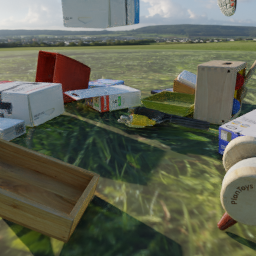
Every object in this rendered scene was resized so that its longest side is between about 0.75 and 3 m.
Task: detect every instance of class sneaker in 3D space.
[{"bbox_3d":[2.041,-2.807,5.471,0.471,1.149,0.443,-25,27,-22],"label":"sneaker"}]

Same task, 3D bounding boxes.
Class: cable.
[{"bbox_3d":[1.084,-0.170,8.808,2.751,0.692,1.336,12,4,-1],"label":"cable"}]

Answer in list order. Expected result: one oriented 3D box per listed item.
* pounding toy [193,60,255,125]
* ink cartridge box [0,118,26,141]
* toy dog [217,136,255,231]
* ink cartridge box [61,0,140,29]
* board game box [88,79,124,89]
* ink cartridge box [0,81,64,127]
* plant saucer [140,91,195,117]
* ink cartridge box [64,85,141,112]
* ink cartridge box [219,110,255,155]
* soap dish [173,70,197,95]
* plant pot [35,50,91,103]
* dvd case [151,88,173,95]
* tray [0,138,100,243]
[{"bbox_3d":[3.487,-1.450,9.549,1.675,2.169,2.356,12,22,30],"label":"pounding toy"},{"bbox_3d":[-3.900,0.013,8.052,1.644,0.414,0.896,6,20,20],"label":"ink cartridge box"},{"bbox_3d":[2.335,1.278,3.674,2.820,1.358,1.860,34,33,34],"label":"toy dog"},{"bbox_3d":[-0.854,-4.078,9.727,1.806,1.059,2.467,10,24,21],"label":"ink cartridge box"},{"bbox_3d":[-1.275,-2.204,14.491,1.497,0.362,1.979,8,21,23],"label":"board game box"},{"bbox_3d":[-3.817,-0.911,9.640,2.623,1.098,1.892,7,20,19],"label":"ink cartridge box"},{"bbox_3d":[1.785,-0.916,10.617,1.979,0.474,1.976,12,22,32],"label":"plant saucer"},{"bbox_3d":[-0.978,-1.136,10.979,2.684,0.676,1.462,-12,23,-28],"label":"ink cartridge box"},{"bbox_3d":[3.128,0.252,6.523,2.074,0.792,1.415,-20,26,-28],"label":"ink cartridge box"},{"bbox_3d":[2.735,-1.784,12.059,1.477,0.762,1.877,27,27,9],"label":"soap dish"},{"bbox_3d":[-2.780,-2.128,12.167,1.794,2.035,2.033,2,14,-38],"label":"plant pot"},{"bbox_3d":[2.306,-1.662,13.227,2.055,0.180,1.466,-10,21,-26],"label":"dvd case"},{"bbox_3d":[-1.949,0.807,4.595,2.686,0.497,1.325,19,21,5],"label":"tray"}]
